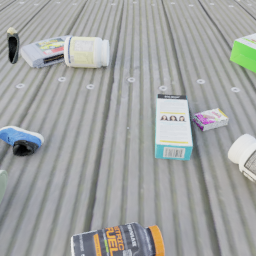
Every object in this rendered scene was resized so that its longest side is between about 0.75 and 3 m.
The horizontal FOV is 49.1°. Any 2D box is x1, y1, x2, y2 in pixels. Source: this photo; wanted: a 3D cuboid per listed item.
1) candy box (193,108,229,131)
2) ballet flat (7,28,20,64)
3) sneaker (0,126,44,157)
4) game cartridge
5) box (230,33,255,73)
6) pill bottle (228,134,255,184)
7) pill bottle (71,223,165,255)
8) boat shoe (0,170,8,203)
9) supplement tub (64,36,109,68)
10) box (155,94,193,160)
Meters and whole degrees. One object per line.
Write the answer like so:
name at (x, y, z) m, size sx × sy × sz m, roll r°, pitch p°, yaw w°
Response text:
candy box at (2.829, -0.297, 9.578) m, size 0.980 × 0.299 × 0.669 m, roll -13°, pitch 41°, yaw -16°
ballet flat at (-3.543, -2.521, 8.649) m, size 0.364 × 1.096 × 0.311 m, roll 0°, pitch 24°, yaw -13°
sneaker at (-3.416, 0.430, 8.511) m, size 1.479 × 0.568 × 0.823 m, roll 13°, pitch 33°, yaw 5°
game cartridge at (-3.569, -3.753, 13.511) m, size 2.848 × 0.582 × 1.896 m, roll -24°, pitch 42°, yaw -26°
box at (6.180, -3.364, 12.597) m, size 1.942 × 1.064 × 2.201 m, roll -23°, pitch 45°, yaw -25°
pill bottle at (3.681, 1.030, 7.411) m, size 1.091 × 1.091 × 1.875 m, roll -23°, pitch 46°, yaw -25°
pill bottle at (-0.192, 2.518, 5.756) m, size 1.824 × 0.969 × 0.969 m, roll -9°, pitch 41°, yaw -11°
boat shoe at (-3.736, 2.052, 6.234) m, size 0.874 × 1.035 × 2.902 m, roll 11°, pitch 44°, yaw 6°
supplement tub at (-1.784, -3.339, 12.388) m, size 1.820 × 1.319 × 1.319 m, roll 3°, pitch 40°, yaw 2°
box at (1.431, -0.124, 9.106) m, size 1.068 × 0.638 × 2.595 m, roll 4°, pitch 40°, yaw 4°
